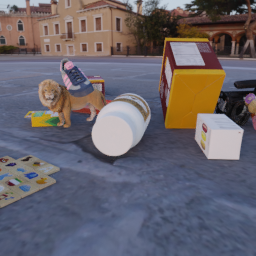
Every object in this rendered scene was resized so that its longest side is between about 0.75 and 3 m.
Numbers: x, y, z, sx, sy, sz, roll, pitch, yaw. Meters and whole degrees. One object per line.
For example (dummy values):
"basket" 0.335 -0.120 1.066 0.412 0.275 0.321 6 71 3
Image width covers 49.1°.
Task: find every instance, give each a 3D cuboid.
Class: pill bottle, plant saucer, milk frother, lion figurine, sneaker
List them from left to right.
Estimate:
"sneaker" -1.799 -1.682 9.242 0.761 0.890 2.170 -28 35 -17
"lion figurine" -1.935 -1.042 10.831 2.944 1.803 1.067 -11 15 -33
"plant saucer" -1.665 -1.059 13.779 1.939 0.357 1.943 8 19 25
"pill bottle" -0.181 -0.154 8.957 1.530 1.530 2.676 3 17 11
"milk frother" 5.108 -0.891 12.058 1.895 1.818 2.014 -4 61 -12

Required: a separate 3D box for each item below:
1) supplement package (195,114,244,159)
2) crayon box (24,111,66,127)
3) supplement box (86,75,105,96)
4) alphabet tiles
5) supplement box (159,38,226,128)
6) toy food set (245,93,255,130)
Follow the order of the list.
"supplement package" 2.769 0.217 8.728 0.926 0.961 1.690 1 17 0
"crayon box" -3.317 -0.406 11.591 1.656 0.427 1.041 -2 18 -7
"supplement box" -2.285 -2.679 17.743 1.323 1.027 2.397 -4 18 -12
"alphabet tiles" -3.223 1.288 6.824 2.341 0.089 2.813 13 22 37
"supplement box" 2.291 -1.751 10.912 1.715 2.547 2.582 0 44 -2
"toy food set" 4.832 -0.570 10.797 0.371 1.499 2.358 -19 -4 17
